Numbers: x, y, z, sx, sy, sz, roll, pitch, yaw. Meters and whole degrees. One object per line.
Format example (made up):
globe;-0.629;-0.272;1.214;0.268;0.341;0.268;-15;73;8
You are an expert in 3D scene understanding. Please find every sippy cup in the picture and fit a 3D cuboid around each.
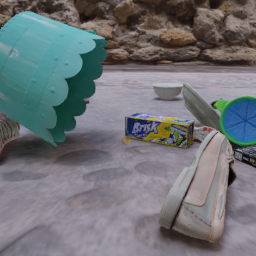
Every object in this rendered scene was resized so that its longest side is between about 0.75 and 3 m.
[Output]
sippy cup;3.044;-0.142;7.287;1.252;1.595;1.169;-19;-10;18

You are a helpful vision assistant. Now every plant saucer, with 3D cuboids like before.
plant saucer;2.221;-0.527;8.567;0.491;1.958;1.958;-43;12;10

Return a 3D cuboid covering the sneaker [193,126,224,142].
sneaker;2.102;0.153;7.573;0.516;0.486;1.261;-6;16;-43

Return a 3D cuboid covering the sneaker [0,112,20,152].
sneaker;-3.246;0.049;6.998;1.286;0.926;2.460;-17;18;-33

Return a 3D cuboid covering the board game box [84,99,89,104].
board game box;-2.528;-1.255;13.200;1.280;0.207;0.768;-5;20;-19

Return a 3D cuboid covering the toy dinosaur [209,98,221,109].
toy dinosaur;3.751;-1.030;11.978;0.623;0.469;0.917;-7;28;43

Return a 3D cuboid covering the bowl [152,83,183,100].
bowl;2.023;-1.863;14.339;1.621;0.729;1.621;1;16;0

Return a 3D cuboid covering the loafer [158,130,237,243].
loafer;1.334;0.855;4.533;0.826;0.944;2.627;25;31;20

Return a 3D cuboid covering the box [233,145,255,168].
box;2.994;0.658;6.150;0.820;0.223;1.024;-7;17;-25

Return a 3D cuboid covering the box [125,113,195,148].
box;0.829;0.027;7.636;1.835;0.643;0.590;9;18;29

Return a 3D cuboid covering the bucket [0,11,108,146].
bucket;-1.995;-1.275;7.087;1.967;3.023;3.023;27;18;1
